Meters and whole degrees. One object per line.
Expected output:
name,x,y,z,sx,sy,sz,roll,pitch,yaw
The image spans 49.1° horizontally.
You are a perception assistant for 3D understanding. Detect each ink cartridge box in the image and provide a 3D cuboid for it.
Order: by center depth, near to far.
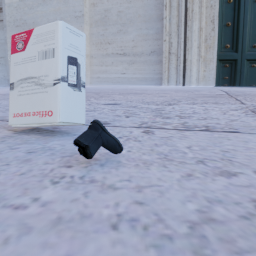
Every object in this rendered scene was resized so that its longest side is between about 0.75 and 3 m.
ink cartridge box,-2.286,-1.359,7.962,1.960,2.698,1.125,-2,-4,29

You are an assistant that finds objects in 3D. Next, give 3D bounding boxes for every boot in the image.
boot,-0.536,0.344,5.092,0.327,0.857,0.720,-27,21,42
